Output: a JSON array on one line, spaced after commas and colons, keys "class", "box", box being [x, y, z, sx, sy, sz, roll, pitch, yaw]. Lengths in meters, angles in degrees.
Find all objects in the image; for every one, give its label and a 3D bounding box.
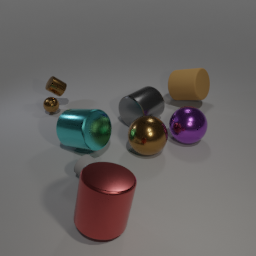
[{"class": "cylinder", "box": [0.565, -0.865, 11.603, 1.400, 1.400, 1.400, 25, 40, 34]}, {"class": "ball", "box": [2.232, -0.110, 10.411, 1.400, 1.400, 1.400, 0, 32, 0]}, {"class": "cylinder", "box": [-1.190, 1.292, 8.678, 0.700, 0.700, 0.700, 33, 44, 26]}, {"class": "cylinder", "box": [-1.532, 0.028, 9.795, 1.400, 1.400, 1.400, 4, 28, 39]}, {"class": "ball", "box": [0.690, 0.259, 9.790, 1.400, 1.400, 1.400, 0, 32, 0]}, {"class": "ball", "box": [-3.403, -1.031, 12.427, 0.700, 0.700, 0.700, 0, 32, 0]}, {"class": "cylinder", "box": [-0.591, 1.790, 7.059, 1.400, 1.400, 1.400, 10, 22, -4]}, {"class": "cylinder", "box": [-3.258, -1.883, 12.692, 0.700, 0.700, 0.700, 29, 14, -35]}, {"class": "cylinder", "box": [2.763, -1.967, 12.710, 1.400, 1.400, 1.400, 5, 27, 42]}]
